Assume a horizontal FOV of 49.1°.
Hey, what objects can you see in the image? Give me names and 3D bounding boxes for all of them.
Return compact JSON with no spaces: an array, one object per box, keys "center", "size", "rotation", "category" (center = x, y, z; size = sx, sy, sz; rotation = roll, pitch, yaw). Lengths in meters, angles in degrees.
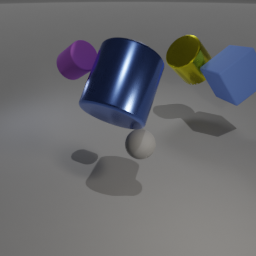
[{"center":[0.281,0.370,6.416],"size":[0.700,0.700,0.700],"rotation":[0,28,0],"category":"ball"},{"center":[-1.146,-1.518,6.320],"size":[0.700,0.700,0.700],"rotation":[-27,8,-41],"category":"cylinder"},{"center":[3.681,-1.873,9.801],"size":[1.400,1.400,1.400],"rotation":[-38,24,2],"category":"cube"},{"center":[-0.117,-0.858,5.726],"size":[1.400,1.400,1.400],"rotation":[18,-12,4],"category":"cylinder"},{"center":[2.391,-2.586,10.754],"size":[1.400,1.400,1.400],"rotation":[30,0,43],"category":"cylinder"}]
